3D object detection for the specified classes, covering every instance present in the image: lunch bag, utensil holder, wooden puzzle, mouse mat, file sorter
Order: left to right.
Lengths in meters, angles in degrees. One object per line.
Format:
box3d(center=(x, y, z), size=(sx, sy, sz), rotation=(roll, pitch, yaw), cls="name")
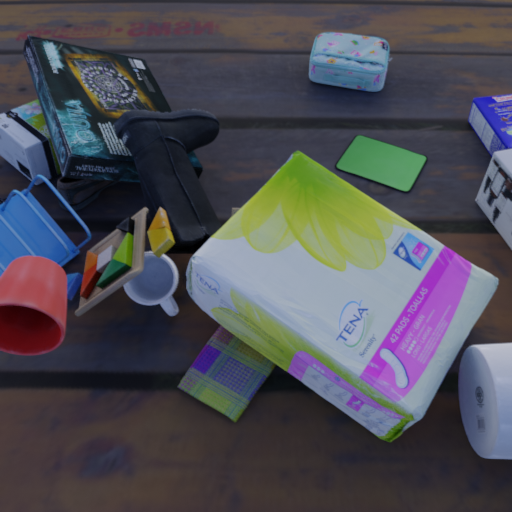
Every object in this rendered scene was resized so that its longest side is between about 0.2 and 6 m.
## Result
box3d(center=(-4.258, -0.138, 9.731), size=(1.559, 1.378, 2.246), rotation=(52, 55, -11), cls="file sorter")
box3d(center=(-2.463, 0.038, 9.533), size=(2.699, 0.316, 1.821), rotation=(-37, 36, 19), cls="wooden puzzle")
box3d(center=(2.515, -5.178, 14.939), size=(2.131, 0.822, 1.709), rotation=(10, 50, 9), cls="lunch bag")
box3d(center=(2.872, -2.142, 12.820), size=(1.807, 0.068, 1.454), rotation=(24, 53, 18), cls="mouse mat")
box3d(center=(4.195, 2.060, 8.097), size=(2.035, 1.729, 1.729), rotation=(0, 49, 2), cls="utensil holder")

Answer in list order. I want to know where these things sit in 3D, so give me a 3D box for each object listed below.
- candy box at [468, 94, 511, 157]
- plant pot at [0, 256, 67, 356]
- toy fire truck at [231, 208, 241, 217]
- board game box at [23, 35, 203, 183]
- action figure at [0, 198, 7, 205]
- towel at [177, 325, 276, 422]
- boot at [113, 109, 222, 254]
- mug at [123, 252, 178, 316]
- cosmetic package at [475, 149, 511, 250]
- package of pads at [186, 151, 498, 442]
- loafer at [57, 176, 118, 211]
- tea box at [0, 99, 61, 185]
box3d(center=(6.120, -2.954, 13.064), size=(1.628, 0.742, 1.926), rotation=(-7, 51, -4), cls="candy box")
box3d(center=(-3.366, 0.686, 8.312), size=(1.249, 1.249, 1.105), rotation=(-1, 45, -1), cls="plant pot")
box3d(center=(-0.131, -0.332, 10.419), size=(1.029, 1.169, 0.752), rotation=(-15, 64, -14), cls="toy fire truck")
box3d(center=(-3.251, -3.241, 12.414), size=(2.919, 0.608, 4.315), rotation=(0, 48, -36), cls="board game box")
box3d(center=(-5.337, -0.913, 11.452), size=(0.623, 0.535, 1.049), rotation=(-7, 50, 8), cls="action figure")
box3d(center=(-0.358, 1.809, 9.313), size=(1.211, 0.192, 1.686), rotation=(25, 54, 19), cls="towel")
box3d(center=(-1.231, -1.473, 11.011), size=(2.399, 0.955, 2.911), rotation=(-12, 66, -38), cls="boot")
box3d(center=(-1.734, 0.515, 9.871), size=(0.903, 1.073, 1.223), rotation=(-31, 92, -3), cls="mug")
box3d(center=(5.426, -0.479, 10.534), size=(0.837, 1.364, 3.305), rotation=(-12, 50, -8), cls="cosmetic package")
box3d(center=(1.324, 0.555, 9.166), size=(4.183, 1.427, 3.232), rotation=(35, 58, 13), cls="package of pads")
box3d(center=(-3.422, -1.902, 12.163), size=(0.825, 0.722, 2.295), rotation=(22, 53, 18), cls="loafer")
box3d(center=(-4.794, -2.614, 12.545), size=(1.532, 1.024, 1.507), rotation=(35, 53, 26), cls="tea box")
